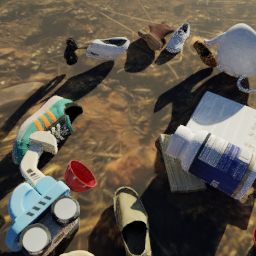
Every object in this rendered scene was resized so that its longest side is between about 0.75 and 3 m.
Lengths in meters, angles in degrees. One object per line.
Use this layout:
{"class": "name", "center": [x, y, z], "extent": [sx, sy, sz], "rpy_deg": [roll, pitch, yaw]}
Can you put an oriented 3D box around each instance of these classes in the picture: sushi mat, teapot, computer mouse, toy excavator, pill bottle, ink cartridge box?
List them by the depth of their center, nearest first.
{"class": "toy excavator", "center": [-2.252, 1.569, 7.057], "extent": [2.698, 1.348, 2.623], "rpy_deg": [37, 57, 16]}
{"class": "pill bottle", "center": [2.322, 0.868, 7.891], "extent": [2.342, 1.301, 1.301], "rpy_deg": [29, 54, 18]}
{"class": "sushi mat", "center": [1.626, 1.009, 8.662], "extent": [1.021, 0.129, 2.135], "rpy_deg": [-4, 49, -5]}
{"class": "ink cartridge box", "center": [3.415, 0.081, 9.122], "extent": [2.766, 0.789, 2.248], "rpy_deg": [27, 51, 14]}
{"class": "teapot", "center": [4.314, -2.763, 10.996], "extent": [1.664, 2.249, 2.279], "rpy_deg": [-37, 22, 13]}
{"class": "computer mouse", "center": [-1.170, -3.146, 11.463], "extent": [2.879, 1.578, 0.632], "rpy_deg": [-13, 76, -23]}

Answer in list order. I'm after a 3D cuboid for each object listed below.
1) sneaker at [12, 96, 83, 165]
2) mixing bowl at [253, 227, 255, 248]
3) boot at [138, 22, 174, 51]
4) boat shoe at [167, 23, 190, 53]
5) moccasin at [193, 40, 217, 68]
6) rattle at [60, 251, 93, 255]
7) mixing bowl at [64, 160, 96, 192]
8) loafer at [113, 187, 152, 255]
{"class": "sneaker", "center": [-2.452, 0.041, 8.903], "extent": [1.156, 1.033, 2.894], "rpy_deg": [13, 48, 17]}
{"class": "mixing bowl", "center": [3.449, 2.815, 6.827], "extent": [0.898, 0.487, 0.898], "rpy_deg": [0, 49, 1]}
{"class": "boot", "center": [1.520, -4.340, 12.993], "extent": [1.564, 0.680, 1.880], "rpy_deg": [-24, 49, -17]}
{"class": "boat shoe", "center": [2.319, -4.205, 12.897], "extent": [0.739, 0.657, 2.009], "rpy_deg": [18, 51, 15]}
{"class": "moccasin", "center": [3.237, -3.022, 11.524], "extent": [0.509, 1.391, 0.537], "rpy_deg": [-36, 25, 8]}
{"class": "rattle", "center": [-0.858, 3.137, 6.073], "extent": [1.821, 1.301, 1.185], "rpy_deg": [6, 32, 13]}
{"class": "mixing bowl", "center": [-1.353, 1.361, 7.463], "extent": [0.502, 0.926, 0.926], "rpy_deg": [-45, 54, 10]}
{"class": "loafer", "center": [0.150, 2.375, 7.031], "extent": [0.850, 0.754, 2.236], "rpy_deg": [-12, 50, -10]}
